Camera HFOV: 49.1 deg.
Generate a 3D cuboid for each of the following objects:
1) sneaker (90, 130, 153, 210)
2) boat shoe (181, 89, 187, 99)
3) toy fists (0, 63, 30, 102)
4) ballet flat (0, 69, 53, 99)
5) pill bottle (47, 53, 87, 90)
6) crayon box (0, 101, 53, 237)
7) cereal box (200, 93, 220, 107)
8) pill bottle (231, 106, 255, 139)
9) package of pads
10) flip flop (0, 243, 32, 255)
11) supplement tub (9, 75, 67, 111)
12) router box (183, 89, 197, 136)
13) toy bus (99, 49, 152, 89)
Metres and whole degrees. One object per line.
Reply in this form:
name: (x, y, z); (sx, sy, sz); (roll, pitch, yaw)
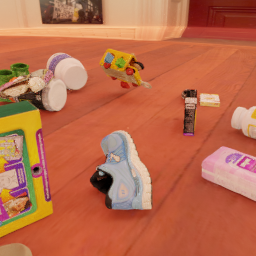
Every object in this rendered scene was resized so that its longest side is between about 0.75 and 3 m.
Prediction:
sneaker: (-0.347, 0.891, 6.601); (1.209, 1.053, 2.688); (-9, 26, -12)
boat shoe: (2.681, -1.452, 12.256); (0.587, 0.500, 1.756); (2, 25, 4)
toy fists: (-5.065, -1.978, 12.480); (0.894, 1.326, 2.601); (14, 26, -1)
ballet flat: (-3.592, -1.459, 9.880); (2.035, 0.703, 0.724); (-20, 35, -3)
pill bottle: (-3.012, -2.792, 13.951); (1.519, 1.519, 2.537); (-12, 28, -25)
crayon box: (-2.529, 0.881, 5.006); (2.033, 2.356, 0.687); (-17, 30, -34)
cereal box: (3.512, -1.213, 12.073); (0.791, 0.217, 1.099); (5, 25, 10)
pill bottle: (4.252, -0.111, 8.775); (1.779, 0.997, 0.997); (22, 32, 39)
package of pads: (2.716, 1.069, 6.643); (1.704, 0.645, 1.027); (22, 35, 39)
flip flop: (-2.900, 2.203, 3.939); (2.949, 0.849, 1.196); (-10, 27, -21)
supplement tub: (-3.659, -1.418, 11.221); (2.123, 1.300, 1.300); (10, 27, 19)
router box: (2.130, -0.568, 9.576); (0.393, 1.149, 1.540); (4, 26, 13)
toy bus: (-0.055, -2.667, 12.137); (2.270, 1.173, 2.142); (31, -12, -21)
